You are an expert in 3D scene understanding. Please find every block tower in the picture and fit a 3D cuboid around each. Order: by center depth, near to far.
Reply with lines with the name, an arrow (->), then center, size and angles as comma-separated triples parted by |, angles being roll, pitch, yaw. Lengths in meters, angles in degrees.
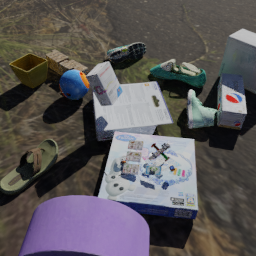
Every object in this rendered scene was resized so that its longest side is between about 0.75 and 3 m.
block tower -> -2.890, -2.845, 13.035 | 0.719, 0.672, 2.488 | -33, 51, -32

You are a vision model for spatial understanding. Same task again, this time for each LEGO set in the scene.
LEGO set -> 0.674, 0.933, 8.278 | 1.480, 0.363, 1.106 | 3, 59, 15

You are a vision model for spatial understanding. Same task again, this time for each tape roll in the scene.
tape roll -> -0.855, 2.573, 5.795 | 2.589, 2.589, 1.100 | 3, 43, 4

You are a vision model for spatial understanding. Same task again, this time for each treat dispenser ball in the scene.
treat dispenser ball -> -2.203, -1.771, 11.510 | 1.211, 1.211, 1.211 | 0, 43, 0

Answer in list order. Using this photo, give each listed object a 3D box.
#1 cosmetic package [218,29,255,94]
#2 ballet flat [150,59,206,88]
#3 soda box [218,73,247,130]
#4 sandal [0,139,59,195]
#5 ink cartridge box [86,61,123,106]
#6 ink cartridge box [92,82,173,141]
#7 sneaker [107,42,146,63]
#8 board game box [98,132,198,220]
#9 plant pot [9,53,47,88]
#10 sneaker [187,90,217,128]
cosmetic package -> 5.247, -2.901, 12.127 | 1.220, 1.978, 1.984 | -31, 51, -29
ballet flat -> 2.258, -2.609, 12.593 | 2.646, 0.931, 0.891 | 19, 47, 20
soda box -> 4.055, -1.120, 11.071 | 0.882, 0.824, 2.589 | 9, 44, 10
sandal -> -3.028, 1.124, 8.781 | 0.906, 0.651, 2.282 | 21, 47, 21
ink cartridge box -> -0.788, -1.505, 9.582 | 0.524, 1.237, 0.894 | -2, 38, 33
ink cartridge box -> 0.057, -0.743, 10.840 | 2.767, 0.599, 2.717 | -5, 43, -7
sneaker -> -0.076, -3.915, 14.147 | 2.111, 0.818, 0.841 | -16, 37, -16
board game box -> 0.687, 1.327, 8.600 | 2.724, 0.591, 2.710 | 6, 43, 6
plant pot -> -4.278, -2.463, 12.366 | 1.164, 1.027, 1.164 | 25, 48, 24
sneaker -> 2.824, -0.735, 10.750 | 1.082, 0.675, 1.835 | -1, 52, 7
